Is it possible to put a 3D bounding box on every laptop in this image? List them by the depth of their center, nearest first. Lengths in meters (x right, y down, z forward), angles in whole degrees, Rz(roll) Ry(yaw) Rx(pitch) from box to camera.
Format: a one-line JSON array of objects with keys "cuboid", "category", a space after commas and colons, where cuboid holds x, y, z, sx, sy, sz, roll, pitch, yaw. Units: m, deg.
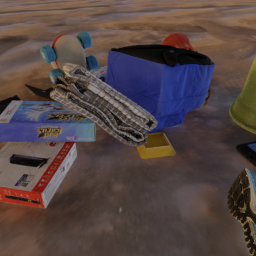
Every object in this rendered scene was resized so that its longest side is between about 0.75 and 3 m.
[{"cuboid": [-4.245, -0.317, 9.114, 1.751, 1.015, 1.640, 45, 47, 12], "category": "laptop"}, {"cuboid": [-2.964, -1.436, 10.411, 1.083, 0.631, 1.222, 19, 37, 27], "category": "laptop"}]

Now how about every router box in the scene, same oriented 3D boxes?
[{"cuboid": [-2.372, 0.943, 6.680, 1.720, 0.468, 1.917, 6, 32, 9], "category": "router box"}]

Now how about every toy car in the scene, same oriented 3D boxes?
[{"cuboid": [-2.751, -3.047, 11.951, 2.017, 1.936, 2.189, -29, 34, -23], "category": "toy car"}]

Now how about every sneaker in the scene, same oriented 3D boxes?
[{"cuboid": [2.638, 1.679, 5.437, 0.946, 0.825, 2.104, 15, 35, -9], "category": "sneaker"}]

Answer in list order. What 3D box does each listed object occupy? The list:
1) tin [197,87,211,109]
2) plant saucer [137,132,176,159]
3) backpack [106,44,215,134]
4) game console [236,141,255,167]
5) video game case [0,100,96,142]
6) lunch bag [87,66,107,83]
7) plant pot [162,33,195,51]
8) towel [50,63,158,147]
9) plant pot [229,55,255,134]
[{"cuboid": [2.012, -1.264, 9.931, 1.832, 0.383, 1.026, 17, 75, 26], "category": "tin"}, {"cuboid": [0.724, 0.422, 7.763, 0.984, 0.238, 0.984, -6, 33, -10], "category": "plant saucer"}, {"cuboid": [0.989, -1.291, 8.446, 2.359, 2.436, 2.903, 31, 35, 35], "category": "backpack"}, {"cuboid": [3.798, 0.415, 7.195, 1.445, 0.841, 1.271, -9, 33, -15], "category": "game console"}, {"cuboid": [-2.212, -0.255, 7.923, 2.441, 0.555, 2.213, 0, 20, -11], "category": "video game case"}, {"cuboid": [-0.877, -1.821, 10.449, 2.069, 1.293, 2.748, -24, 33, -29], "category": "lunch bag"}, {"cuboid": [2.085, -3.004, 11.216, 1.265, 1.265, 1.230, -5, 35, -8], "category": "plant pot"}, {"cuboid": [-0.631, -0.498, 6.212, 2.151, 0.921, 1.781, 32, 1, -25], "category": "towel"}, {"cuboid": [4.749, -1.396, 8.560, 2.724, 2.504, 2.724, 1, 31, 0], "category": "plant pot"}]
